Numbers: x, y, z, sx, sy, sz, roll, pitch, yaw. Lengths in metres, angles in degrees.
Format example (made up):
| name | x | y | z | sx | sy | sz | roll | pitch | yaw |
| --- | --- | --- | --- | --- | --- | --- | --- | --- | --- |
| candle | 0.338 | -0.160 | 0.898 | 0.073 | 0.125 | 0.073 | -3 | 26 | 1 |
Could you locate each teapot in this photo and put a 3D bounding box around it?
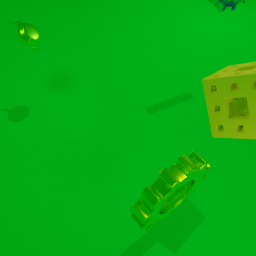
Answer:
| name | x | y | z | sx | sy | sz | roll | pitch | yaw |
| --- | --- | --- | --- | --- | --- | --- | --- | --- | --- |
| teapot | -2.728 | -2.483 | 7.496 | 0.515 | 1.053 | 0.654 | -22 | 26 | 37 |

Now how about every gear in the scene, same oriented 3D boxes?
| name | x | y | z | sx | sy | sz | roll | pitch | yaw |
| --- | --- | --- | --- | --- | --- | --- | --- | --- | --- |
| gear | 2.655 | -3.720 | 7.004 | 1.543 | 1.543 | 0.285 | -21 | 49 | -13 |
| gear | 0.801 | 1.161 | 5.129 | 1.676 | 1.676 | 0.310 | -34 | 60 | -20 |

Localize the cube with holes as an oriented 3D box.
| name | x | y | z | sx | sy | sz | roll | pitch | yaw |
| --- | --- | --- | --- | --- | --- | --- | --- | --- | --- |
| cube with holes | 2.232 | -0.541 | 5.147 | 1.124 | 1.124 | 1.124 | 1 | 23 | 45 |
